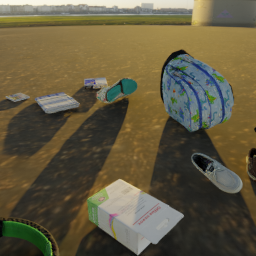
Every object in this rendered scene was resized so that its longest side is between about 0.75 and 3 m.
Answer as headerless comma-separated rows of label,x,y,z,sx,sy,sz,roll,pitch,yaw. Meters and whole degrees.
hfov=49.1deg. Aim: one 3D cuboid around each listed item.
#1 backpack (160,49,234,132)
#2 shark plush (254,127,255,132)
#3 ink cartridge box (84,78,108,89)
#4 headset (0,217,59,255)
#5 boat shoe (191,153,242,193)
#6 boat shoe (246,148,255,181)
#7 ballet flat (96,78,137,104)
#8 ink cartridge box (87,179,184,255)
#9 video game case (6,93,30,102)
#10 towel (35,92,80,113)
backpack,2.206,-1.096,9.414,2.204,2.339,2.867,-26,41,-28
shark plush,4.833,-0.151,8.487,2.409,1.003,1.095,-2,25,-4
ink cartridge box,-1.604,-2.220,13.886,1.100,0.262,1.113,-5,24,-7
headset,-2.388,1.820,3.848,2.838,1.333,1.753,1,22,-26
boat shoe,1.950,0.994,6.406,0.494,0.484,1.387,32,4,-35
boat shoe,3.170,0.875,6.950,0.437,0.438,1.183,4,25,8
ballet flat,-0.503,-1.666,12.029,0.742,0.878,2.321,7,22,36
ink cartridge box,0.116,1.646,5.161,1.593,0.536,0.933,21,32,38
video game case,-4.791,-1.337,12.156,0.775,0.086,0.706,21,32,37
towel,-2.918,-1.046,11.381,1.377,0.223,1.875,-16,27,-26
